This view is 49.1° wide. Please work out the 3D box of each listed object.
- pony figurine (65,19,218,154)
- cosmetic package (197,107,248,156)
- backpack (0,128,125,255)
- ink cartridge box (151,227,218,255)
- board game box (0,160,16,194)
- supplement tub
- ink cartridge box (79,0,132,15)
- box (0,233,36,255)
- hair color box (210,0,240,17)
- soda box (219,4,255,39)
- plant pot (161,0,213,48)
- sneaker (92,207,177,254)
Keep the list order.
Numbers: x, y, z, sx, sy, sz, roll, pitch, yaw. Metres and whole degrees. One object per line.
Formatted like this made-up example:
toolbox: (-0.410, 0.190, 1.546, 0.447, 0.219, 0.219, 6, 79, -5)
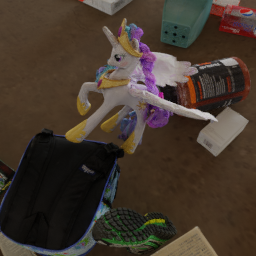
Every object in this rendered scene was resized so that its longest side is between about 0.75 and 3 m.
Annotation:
pony figurine: (0.235, -0.686, 6.058, 2.668, 2.764, 2.302, 15, 37, -25)
cosmetic package: (2.778, 0.079, 8.248, 1.369, 0.555, 0.773, -35, 63, -23)
backpack: (-1.431, 1.603, 6.386, 2.273, 1.826, 2.484, 11, 57, 12)
ink cartridge box: (0.917, 3.549, 5.492, 2.536, 0.952, 2.089, -22, 59, -22)
board game box: (-4.153, 1.124, 7.722, 2.118, 0.248, 1.110, 31, 63, 19)
supplement tub: (2.163, -1.213, 8.583, 2.757, 1.474, 1.474, -14, 57, -10)
ink cartridge box: (-1.065, -6.226, 12.544, 2.616, 0.618, 2.094, 33, 62, 19)
box: (-2.492, 2.848, 6.394, 0.548, 0.448, 1.153, -31, 61, -19)
hair color box: (3.838, -5.252, 11.949, 1.600, 0.490, 0.812, 24, 59, 15)
soda box: (4.850, -4.087, 10.943, 2.337, 0.818, 0.741, 18, 57, 12)
plant pot: (2.146, -4.351, 10.718, 1.670, 1.671, 2.364, 19, 65, 13)
sneaker: (0.122, 2.316, 5.889, 0.921, 2.162, 0.844, -55, 41, 15)
